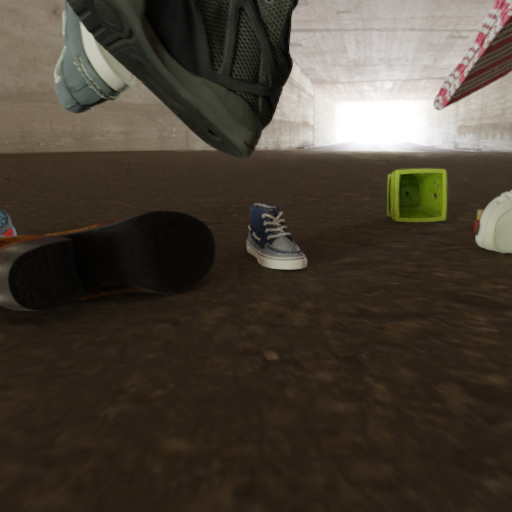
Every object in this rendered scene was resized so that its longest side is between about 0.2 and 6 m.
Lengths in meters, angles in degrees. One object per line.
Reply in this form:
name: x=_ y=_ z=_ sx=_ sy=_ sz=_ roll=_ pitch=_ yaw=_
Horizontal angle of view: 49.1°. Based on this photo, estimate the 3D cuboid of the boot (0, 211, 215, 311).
boot: x=-2.296 y=0.048 z=6.965 sx=2.709 sy=0.985 sz=2.878 roll=-22 pitch=17 yaw=-40

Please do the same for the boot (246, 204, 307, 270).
boot: x=0.237 y=-0.309 z=8.056 sx=0.599 sy=0.743 sz=1.646 roll=-5 pitch=14 yaw=-21

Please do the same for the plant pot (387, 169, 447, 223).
plant pot: x=3.256 y=-1.253 z=11.599 sx=1.060 sy=1.066 sz=0.967 roll=-1 pitch=7 yaw=-3

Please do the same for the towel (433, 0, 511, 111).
towel: x=3.324 y=-2.876 z=7.441 sx=1.535 sy=0.314 sz=2.098 roll=-28 pitch=-14 yaw=-15

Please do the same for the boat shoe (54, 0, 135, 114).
boat shoe: x=-2.739 y=-3.455 z=8.907 sx=1.060 sy=1.249 sz=3.430 roll=-34 pitch=47 yaw=15

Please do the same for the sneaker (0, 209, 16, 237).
sneaker: x=-4.342 y=-0.617 z=8.460 sx=0.961 sy=1.158 sz=2.423 roll=-1 pitch=13 yaw=-5

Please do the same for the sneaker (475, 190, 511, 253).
sneaker: x=4.586 y=-0.452 z=8.423 sx=2.677 sy=1.006 sz=1.085 roll=-5 pitch=22 yaw=-16

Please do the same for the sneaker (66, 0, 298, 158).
sneaker: x=-0.654 y=-2.449 z=5.525 sx=2.873 sy=1.646 sz=1.098 roll=39 pitch=-13 yaw=-36

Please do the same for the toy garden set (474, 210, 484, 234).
toy garden set: x=5.030 y=-0.742 z=10.603 sx=1.845 sy=0.442 sz=2.213 roll=3 pitch=13 yaw=14
